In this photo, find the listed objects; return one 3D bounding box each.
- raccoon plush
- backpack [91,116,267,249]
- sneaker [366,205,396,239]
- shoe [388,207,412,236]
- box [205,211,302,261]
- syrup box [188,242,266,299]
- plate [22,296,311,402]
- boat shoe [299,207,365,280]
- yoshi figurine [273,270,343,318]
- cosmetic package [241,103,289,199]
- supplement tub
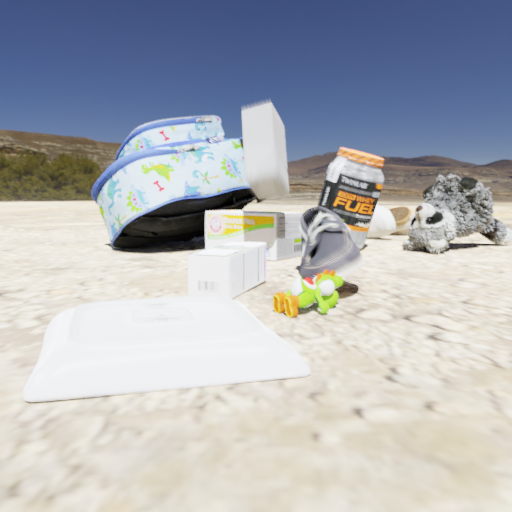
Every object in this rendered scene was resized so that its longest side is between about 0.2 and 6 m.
[{"bbox_3d":[4.692,-0.464,12.665,2.945,1.973,1.425,31,-16,-13],"label":"raccoon plush"},{"bbox_3d":[-2.010,-1.621,13.031,3.380,2.484,3.093,-18,-11,-36],"label":"backpack"},{"bbox_3d":[2.644,-0.847,15.505,1.055,1.001,2.620,-26,20,-35],"label":"sneaker"},{"bbox_3d":[3.359,-0.960,16.788,2.801,0.979,0.748,3,-36,37],"label":"shoe"},{"bbox_3d":[-0.075,-0.462,11.649,1.827,0.926,1.027,5,8,35],"label":"box"},{"bbox_3d":[-0.365,0.181,7.888,0.598,0.619,1.520,3,8,19],"label":"syrup box"},{"bbox_3d":[-0.851,0.691,5.053,2.137,0.346,2.141,-3,8,-15],"label":"plate"},{"bbox_3d":[0.943,-0.189,8.254,0.971,0.838,2.673,-26,9,9],"label":"boat shoe"},{"bbox_3d":[0.666,0.513,6.605,0.907,0.510,0.508,-20,-24,-29],"label":"yoshi figurine"},{"bbox_3d":[0.165,-1.911,10.228,0.684,1.518,0.811,-8,-23,18],"label":"cosmetic package"},{"bbox_3d":[2.052,-1.267,12.450,1.274,2.080,1.274,12,16,-4],"label":"supplement tub"}]
